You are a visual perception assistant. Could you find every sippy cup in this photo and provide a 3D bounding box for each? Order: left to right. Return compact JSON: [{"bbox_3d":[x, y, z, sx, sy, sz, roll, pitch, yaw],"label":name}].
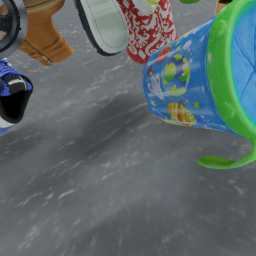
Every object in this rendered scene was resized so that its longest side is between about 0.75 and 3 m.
[{"bbox_3d":[1.292,-0.786,4.472,1.864,1.997,2.543,-3,60,52],"label":"sippy cup"}]

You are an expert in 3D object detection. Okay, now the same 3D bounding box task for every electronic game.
[{"bbox_3d":[-2.055,-1.544,3.905,1.244,1.244,0.259,-18,34,-17],"label":"electronic game"}]

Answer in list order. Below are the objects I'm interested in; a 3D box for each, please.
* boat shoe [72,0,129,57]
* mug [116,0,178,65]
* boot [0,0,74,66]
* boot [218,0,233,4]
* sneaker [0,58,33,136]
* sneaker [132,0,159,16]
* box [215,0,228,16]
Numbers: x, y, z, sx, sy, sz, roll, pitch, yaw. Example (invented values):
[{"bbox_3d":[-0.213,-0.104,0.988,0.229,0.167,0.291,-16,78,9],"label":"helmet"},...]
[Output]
[{"bbox_3d":[-0.710,-2.624,5.389,0.953,2.520,0.760,-15,8,-21],"label":"boat shoe"},{"bbox_3d":[0.400,-3.103,7.247,1.519,2.277,2.021,-9,66,12],"label":"mug"},{"bbox_3d":[-1.846,-2.181,6.410,2.263,1.757,0.868,-11,58,31],"label":"boot"},{"bbox_3d":[2.437,-3.069,6.122,0.889,0.341,0.690,9,74,28],"label":"boot"},{"bbox_3d":[-2.297,-0.954,5.086,1.224,2.120,0.857,-9,7,40],"label":"sneaker"},{"bbox_3d":[0.481,-2.426,4.663,0.744,1.416,0.536,-44,93,-2],"label":"sneaker"},{"bbox_3d":[3.526,-3.310,7.408,2.297,1.429,1.120,7,18,15],"label":"box"}]
